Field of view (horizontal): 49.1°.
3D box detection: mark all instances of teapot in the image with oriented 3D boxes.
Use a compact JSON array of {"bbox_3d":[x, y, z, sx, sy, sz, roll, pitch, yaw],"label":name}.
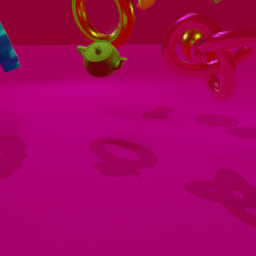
[{"bbox_3d":[-0.492,-1.353,5.391,1.182,0.579,0.735,22,67,23],"label":"teapot"}]

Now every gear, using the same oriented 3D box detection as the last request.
[{"bbox_3d":[-3.048,-2.254,6.150,0.382,2.066,2.066,-29,27,-16],"label":"gear"}]

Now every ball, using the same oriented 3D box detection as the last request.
[{"bbox_3d":[2.223,-2.545,8.443,1.214,1.214,1.214,0,18,0],"label":"ball"}]

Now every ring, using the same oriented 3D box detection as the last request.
[{"bbox_3d":[-0.596,-2.607,6.316,1.717,1.717,0.343,12,40,33],"label":"ring"}]

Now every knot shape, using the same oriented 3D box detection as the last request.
[{"bbox_3d":[1.410,-1.102,4.688,1.594,1.491,0.736,14,59,34],"label":"knot shape"}]

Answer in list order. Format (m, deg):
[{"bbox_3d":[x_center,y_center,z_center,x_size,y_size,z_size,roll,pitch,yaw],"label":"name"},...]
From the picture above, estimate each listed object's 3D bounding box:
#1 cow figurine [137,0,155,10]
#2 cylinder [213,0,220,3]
[{"bbox_3d":[0.367,-4.855,9.633,0.803,1.463,1.440,-27,-4,18],"label":"cow figurine"},{"bbox_3d":[2.417,-3.977,7.620,0.782,0.782,0.782,42,21,-3],"label":"cylinder"}]
